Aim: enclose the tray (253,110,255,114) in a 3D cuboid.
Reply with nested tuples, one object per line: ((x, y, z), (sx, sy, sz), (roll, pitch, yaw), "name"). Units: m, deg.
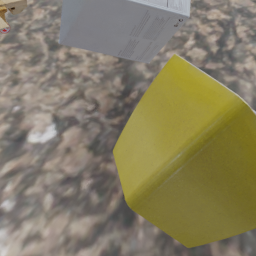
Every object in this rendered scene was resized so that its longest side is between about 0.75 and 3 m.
((2.047, -0.240, 6.060), (1.882, 1.010, 0.209), (40, 20, 7), "tray")

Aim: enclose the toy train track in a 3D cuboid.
((-2.855, -1.589, 4.319), (2.675, 0.435, 1.534), (-29, 62, -30), "toy train track")

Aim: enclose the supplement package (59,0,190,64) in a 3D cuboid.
((-0.200, -3.241, 7.011), (2.684, 2.567, 1.974), (9, 77, -15), "supplement package")

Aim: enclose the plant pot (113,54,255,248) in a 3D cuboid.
((1.037, 0.511, 4.504), (1.973, 2.237, 2.237), (-44, 27, 11), "plant pot")
